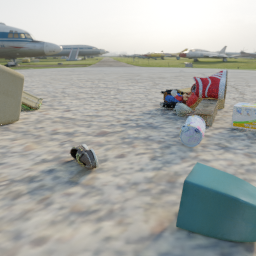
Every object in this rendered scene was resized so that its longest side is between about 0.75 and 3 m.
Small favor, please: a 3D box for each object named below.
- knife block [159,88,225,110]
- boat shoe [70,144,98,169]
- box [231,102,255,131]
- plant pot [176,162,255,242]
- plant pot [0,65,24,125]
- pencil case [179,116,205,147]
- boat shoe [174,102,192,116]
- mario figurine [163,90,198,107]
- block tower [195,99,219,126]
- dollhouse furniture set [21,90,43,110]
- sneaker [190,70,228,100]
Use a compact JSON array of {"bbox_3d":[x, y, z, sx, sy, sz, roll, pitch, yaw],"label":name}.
[{"bbox_3d":[3.003,-1.365,13.569,2.767,0.885,2.429,12,20,36],"label":"knife block"},{"bbox_3d":[-1.076,0.708,6.812,0.406,0.490,1.364,-10,14,-22],"label":"boat shoe"},{"bbox_3d":[4.700,-0.389,10.108,1.619,0.821,0.911,10,18,32],"label":"box"},{"bbox_3d":[1.506,1.209,4.410,1.198,0.846,0.847,14,20,23],"label":"plant pot"},{"bbox_3d":[-5.542,-1.421,10.889,2.414,2.727,2.724,4,11,-35],"label":"plant pot"},{"bbox_3d":[2.017,0.068,8.717,0.708,0.648,1.560,41,24,6],"label":"pencil case"},{"bbox_3d":[2.340,-0.757,12.145,0.507,0.518,1.454,31,5,-10],"label":"boat shoe"},{"bbox_3d":[2.389,-1.440,12.543,1.491,0.791,0.921,8,31,27],"label":"mario figurine"},{"bbox_3d":[3.247,-0.683,11.467,0.677,0.724,2.506,6,14,21],"label":"block tower"},{"bbox_3d":[-5.627,-1.241,13.723,2.517,1.263,1.649,26,16,-16],"label":"dollhouse furniture set"},{"bbox_3d":[3.819,-2.085,13.132,1.573,0.996,2.797,4,25,19],"label":"sneaker"}]
